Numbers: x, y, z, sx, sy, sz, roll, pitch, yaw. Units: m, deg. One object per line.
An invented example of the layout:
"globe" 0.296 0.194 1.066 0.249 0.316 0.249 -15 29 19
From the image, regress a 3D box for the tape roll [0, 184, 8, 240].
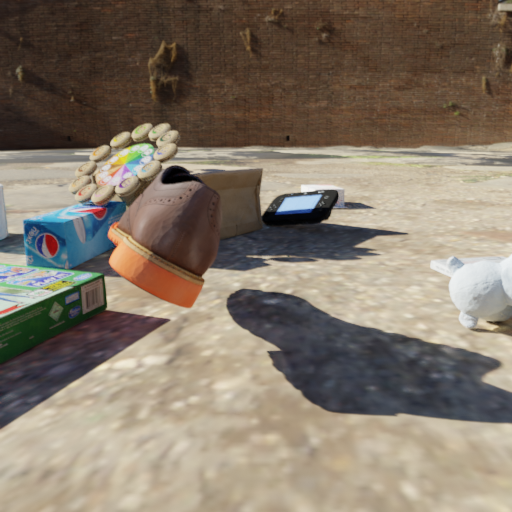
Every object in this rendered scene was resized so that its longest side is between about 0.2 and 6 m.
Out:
"tape roll" -6.090 -0.894 11.613 1.635 1.122 1.635 -1 14 0

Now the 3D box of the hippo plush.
"hippo plush" 3.049 0.479 6.486 1.405 1.392 1.748 -27 -22 34

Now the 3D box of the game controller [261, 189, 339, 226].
"game controller" 0.999 -1.120 12.949 1.924 0.405 1.004 1 54 42

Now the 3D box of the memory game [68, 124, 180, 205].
"memory game" -2.652 -1.886 11.191 2.503 0.159 2.503 -16 41 15

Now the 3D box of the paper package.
"paper package" -1.647 -1.257 12.409 2.807 1.452 2.675 9 16 35

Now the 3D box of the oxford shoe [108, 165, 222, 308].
"oxford shoe" -0.974 -0.376 6.849 1.255 1.279 3.525 29 1 -18

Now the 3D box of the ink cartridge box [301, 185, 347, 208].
"ink cartridge box" 1.973 -1.727 16.246 0.937 0.543 1.609 -3 14 -13

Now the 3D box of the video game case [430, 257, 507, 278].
"video game case" 3.757 0.255 8.950 1.417 0.168 1.289 -3 14 -15

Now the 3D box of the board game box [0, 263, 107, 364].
"board game box" -3.747 0.778 6.037 2.479 0.536 3.684 6 15 20

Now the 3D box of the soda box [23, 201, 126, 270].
"soda box" -3.241 -0.454 10.384 0.798 0.844 2.488 2 14 10
